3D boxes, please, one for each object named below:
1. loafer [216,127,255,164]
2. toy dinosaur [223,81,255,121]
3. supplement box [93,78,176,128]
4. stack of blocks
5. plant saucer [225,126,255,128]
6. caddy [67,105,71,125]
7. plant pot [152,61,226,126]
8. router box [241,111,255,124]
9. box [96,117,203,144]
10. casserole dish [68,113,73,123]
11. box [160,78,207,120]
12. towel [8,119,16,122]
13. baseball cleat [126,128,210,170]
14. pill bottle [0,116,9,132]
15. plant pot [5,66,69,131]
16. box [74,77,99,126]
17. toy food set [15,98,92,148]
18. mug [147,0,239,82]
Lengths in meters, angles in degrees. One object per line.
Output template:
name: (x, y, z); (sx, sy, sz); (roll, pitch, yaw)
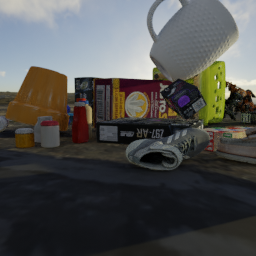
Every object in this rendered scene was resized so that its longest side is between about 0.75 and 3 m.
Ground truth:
loafer: (3.019, 0.224, 4.953); (2.809, 0.883, 1.010); (4, 7, 32)
toy dinosaur: (5.586, -1.439, 14.638); (2.861, 1.942, 1.462); (43, -1, 10)
supplement box: (0.284, -0.867, 10.364); (2.877, 1.884, 1.485); (-5, 9, -33)
stack of blocks: (2.513, 0.245, 6.678); (1.572, 0.460, 0.905); (-5, 8, -37)
plant saucer: (3.809, 0.138, 8.553); (1.934, 0.285, 1.934); (1, 6, 0)
caddy: (-2.946, -0.510, 10.907); (1.489, 1.053, 0.782); (1, 2, 15)
plant pot: (2.628, -1.541, 12.572); (2.874, 2.889, 2.621); (5, 14, 30)
router box: (6.372, -0.483, 12.972); (1.946, 0.508, 1.530); (-6, 9, -44)
box: (0.693, 0.054, 7.920); (2.572, 0.560, 2.060); (3, 7, 22)
casserole dish: (-2.940, -0.498, 13.715); (2.025, 0.393, 1.227); (5, 8, 36)
box: (1.594, -0.875, 8.210); (0.769, 0.668, 1.259); (-36, 25, 1)
towel: (-4.833, -0.575, 14.123); (1.875, 0.451, 1.605); (2, 6, 21)
baseball cleat: (0.879, 0.433, 4.986); (1.770, 0.617, 0.942); (-13, 16, -20)
pill bottle: (-4.537, -0.141, 9.901); (0.516, 0.516, 0.933); (-2, 7, -17)
plant pot: (-2.736, -0.966, 9.016); (1.925, 1.762, 1.925); (13, 0, 0)
box: (-1.533, -1.186, 12.353); (0.879, 2.040, 1.671); (3, 7, 24)
toy food set: (-1.761, -0.208, 7.568); (1.233, 1.162, 2.582); (4, 8, 34)
mug: (1.842, -3.141, 9.478); (2.536, 2.893, 2.136); (-43, 24, 4)
